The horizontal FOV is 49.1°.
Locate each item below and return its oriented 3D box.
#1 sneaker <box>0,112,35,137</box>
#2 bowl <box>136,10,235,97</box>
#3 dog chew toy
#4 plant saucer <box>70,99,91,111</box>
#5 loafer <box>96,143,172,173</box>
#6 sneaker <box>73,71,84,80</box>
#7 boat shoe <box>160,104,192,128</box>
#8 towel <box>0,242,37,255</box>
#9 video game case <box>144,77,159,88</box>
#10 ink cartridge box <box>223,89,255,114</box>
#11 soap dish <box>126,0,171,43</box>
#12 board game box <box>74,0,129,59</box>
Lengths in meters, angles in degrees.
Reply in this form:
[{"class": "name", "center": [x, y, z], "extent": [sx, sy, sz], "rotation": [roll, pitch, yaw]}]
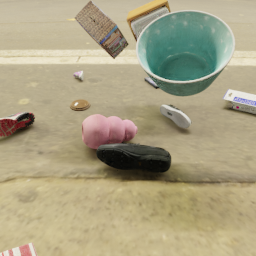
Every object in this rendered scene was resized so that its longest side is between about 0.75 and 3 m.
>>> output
[{"class": "sneaker", "center": [-4.787, -0.171, 11.495], "extent": [1.854, 0.747, 0.692], "rotation": [-22, 24, -40]}, {"class": "bowl", "center": [1.804, -2.177, 9.001], "extent": [2.922, 1.528, 2.922], "rotation": [-5, 61, 9]}, {"class": "dog chew toy", "center": [-0.670, 0.123, 10.591], "extent": [2.080, 1.295, 1.295], "rotation": [-1, 33, -14]}, {"class": "plant saucer", "center": [-2.279, -1.112, 13.328], "extent": [0.988, 0.146, 0.988], "rotation": [0, 35, 0]}, {"class": "loafer", "center": [0.211, 0.950, 9.674], "extent": [2.567, 0.872, 0.901], "rotation": [8, 29, 4]}, {"class": "sneaker", "center": [-2.826, -2.943, 15.923], "extent": [0.558, 0.355, 0.979], "rotation": [-9, 27, -2]}, {"class": "boat shoe", "center": [2.133, -0.597, 12.134], "extent": [0.527, 0.639, 1.861], "rotation": [-20, 36, -27]}, {"class": "towel", "center": [-2.696, 3.216, 6.722], "extent": [0.994, 0.113, 0.716], "rotation": [-9, 40, -31]}, {"class": "video game case", "center": [1.975, -2.683, 15.650], "extent": [1.765, 0.167, 1.261], "rotation": [-16, 37, -21]}, {"class": "ink cartridge box", "center": [5.806, -1.163, 13.125], "extent": [2.536, 0.470, 1.201], "rotation": [20, 39, 23]}, {"class": "soap dish", "center": [1.100, -4.484, 12.477], "extent": [1.837, 2.335, 0.949], "rotation": [-21, 60, 11]}, {"class": "board game box", "center": [-0.965, -3.745, 10.907], "extent": [1.474, 0.895, 1.849], "rotation": [46, 6, 14]}]
